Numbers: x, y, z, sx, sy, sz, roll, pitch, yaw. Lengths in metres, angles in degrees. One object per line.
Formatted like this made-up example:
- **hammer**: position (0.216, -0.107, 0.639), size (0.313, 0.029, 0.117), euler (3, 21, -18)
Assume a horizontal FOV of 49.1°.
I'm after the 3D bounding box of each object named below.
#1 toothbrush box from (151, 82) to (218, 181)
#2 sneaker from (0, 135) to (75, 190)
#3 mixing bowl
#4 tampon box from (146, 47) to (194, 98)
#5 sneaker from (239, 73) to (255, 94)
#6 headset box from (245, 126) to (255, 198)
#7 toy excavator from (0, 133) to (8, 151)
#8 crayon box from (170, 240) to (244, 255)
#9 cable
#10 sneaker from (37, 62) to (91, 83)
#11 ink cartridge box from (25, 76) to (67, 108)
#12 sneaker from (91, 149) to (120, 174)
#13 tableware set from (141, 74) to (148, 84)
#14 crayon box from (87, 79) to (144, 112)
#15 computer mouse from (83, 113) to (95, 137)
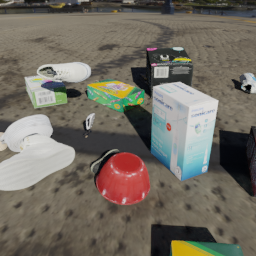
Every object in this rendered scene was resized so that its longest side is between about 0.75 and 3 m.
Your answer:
- **toothbrush box**: position (1.587, 0.049, 8.454), size (1.032, 2.420, 1.772), euler (-13, 32, -24)
- **sneaker**: position (-3.089, 0.957, 8.470), size (1.494, 0.952, 2.585), euler (21, 26, 37)
- **mixing bowl**: position (-0.071, 1.230, 7.664), size (1.532, 0.830, 1.532), euler (6, 38, -5)
- **tampon box**: position (2.051, -2.929, 14.449), size (2.049, 1.726, 2.733), euler (-2, 33, -1)
- **sneaker**: position (6.275, -2.341, 14.716), size (0.871, 0.754, 2.011), euler (-9, 29, -5)
- **headset box**: position (4.624, 1.086, 7.977), size (2.038, 1.058, 2.738), euler (8, 28, 14)
- **toy excavator**: position (-5.636, 0.530, 9.053), size (2.449, 1.258, 2.519), euler (10, 21, 16)
- **crayon box**: position (1.436, 3.065, 4.696), size (1.369, 0.672, 2.306), euler (2, 28, 4)
- **cable**: position (-3.263, 0.178, 9.235), size (1.551, 1.551, 0.537), euler (-10, 62, -46)
- **sneaker**: position (-2.434, -2.041, 10.503), size (2.107, 0.769, 0.746), euler (0, 17, 21)
- **ink cartridge box**: position (-4.178, -2.034, 13.932), size (1.549, 0.885, 2.984), euler (-13, 31, -22)
- **sneaker**: position (-0.532, 1.132, 8.643), size (0.608, 0.428, 1.144), euler (28, 48, 33)
- **tableware set**: position (1.770, -2.853, 16.131), size (2.021, 0.234, 1.688), euler (-11, 30, -19)
- **crayon box**: position (-0.611, -1.600, 13.284), size (2.468, 0.719, 1.466), euler (25, 37, 38)
- **computer mouse**: position (-1.424, -0.147, 10.216), size (0.219, 0.996, 0.546), euler (24, 34, 9)
